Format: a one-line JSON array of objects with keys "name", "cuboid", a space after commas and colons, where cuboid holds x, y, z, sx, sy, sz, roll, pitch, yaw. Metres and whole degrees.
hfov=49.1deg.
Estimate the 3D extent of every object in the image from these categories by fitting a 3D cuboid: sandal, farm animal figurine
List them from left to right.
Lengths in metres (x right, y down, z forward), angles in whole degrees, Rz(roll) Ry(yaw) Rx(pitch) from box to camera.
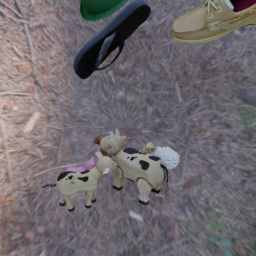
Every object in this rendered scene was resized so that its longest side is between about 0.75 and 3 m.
[{"name": "sandal", "cuboid": [-0.374, -1.766, 5.958, 2.198, 0.836, 0.471, -40, 76, 26]}, {"name": "farm animal figurine", "cuboid": [-0.197, 0.724, 5.651, 2.224, 2.249, 1.173, 12, 118, 16]}]

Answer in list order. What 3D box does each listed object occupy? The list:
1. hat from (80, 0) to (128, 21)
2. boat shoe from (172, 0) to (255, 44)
[{"name": "hat", "cuboid": [-1.128, -3.794, 6.305, 2.313, 2.036, 1.916, -12, 62, 34]}, {"name": "boat shoe", "cuboid": [2.323, -2.840, 6.551, 2.892, 0.960, 1.070, -12, 63, 26]}]
